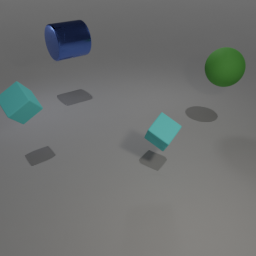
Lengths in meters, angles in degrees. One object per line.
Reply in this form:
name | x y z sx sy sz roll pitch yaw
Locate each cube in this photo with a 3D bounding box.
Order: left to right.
cube | -2.804 -0.639 7.278 0.700 0.700 0.700 -39 71 1
cube | 0.984 0.120 8.003 0.700 0.700 0.700 36 70 7

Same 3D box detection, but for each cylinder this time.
cylinder | -2.401 -3.506 11.198 1.400 1.400 1.400 -22 36 -30

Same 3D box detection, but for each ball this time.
ball | 3.497 -2.192 10.127 1.400 1.400 1.400 0 30 0
